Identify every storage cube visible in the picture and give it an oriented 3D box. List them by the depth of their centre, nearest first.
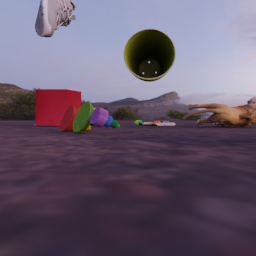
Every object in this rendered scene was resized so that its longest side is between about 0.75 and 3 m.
[{"bbox_3d":[-2.989,-0.881,12.100,1.707,1.535,1.459,3,4,14],"label":"storage cube"}]

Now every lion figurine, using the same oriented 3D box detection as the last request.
[{"bbox_3d":[3.573,-0.488,10.039,2.961,1.073,1.813,-9,4,-37],"label":"lion figurine"}]

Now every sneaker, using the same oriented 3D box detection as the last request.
[{"bbox_3d":[-1.486,-2.508,6.035,0.783,1.909,0.713,17,-48,-18],"label":"sneaker"}]

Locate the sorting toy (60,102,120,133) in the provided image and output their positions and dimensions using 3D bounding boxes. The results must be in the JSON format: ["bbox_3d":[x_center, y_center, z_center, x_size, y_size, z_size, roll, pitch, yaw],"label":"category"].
[{"bbox_3d":[-0.857,-0.119,6.485,0.726,0.731,2.109,26,-15,-31],"label":"sorting toy"}]

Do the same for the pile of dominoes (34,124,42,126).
[{"bbox_3d":[-3.517,-0.250,13.137,1.257,0.257,1.612,2,2,36],"label":"pile of dominoes"}]

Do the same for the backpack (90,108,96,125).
[{"bbox_3d":[-1.637,-0.519,13.110,1.101,0.811,1.206,-1,1,-13],"label":"backpack"}]

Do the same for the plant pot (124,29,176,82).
[{"bbox_3d":[0.969,-2.914,12.524,2.137,2.137,2.284,0,-5,5],"label":"plant pot"}]

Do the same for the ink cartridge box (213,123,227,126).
[{"bbox_3d":[4.029,-0.404,11.424,1.022,0.425,0.749,0,-25,11],"label":"ink cartridge box"}]

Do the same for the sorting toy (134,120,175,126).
[{"bbox_3d":[1.141,-0.229,12.639,1.653,0.243,1.222,-1,2,-34],"label":"sorting toy"}]
